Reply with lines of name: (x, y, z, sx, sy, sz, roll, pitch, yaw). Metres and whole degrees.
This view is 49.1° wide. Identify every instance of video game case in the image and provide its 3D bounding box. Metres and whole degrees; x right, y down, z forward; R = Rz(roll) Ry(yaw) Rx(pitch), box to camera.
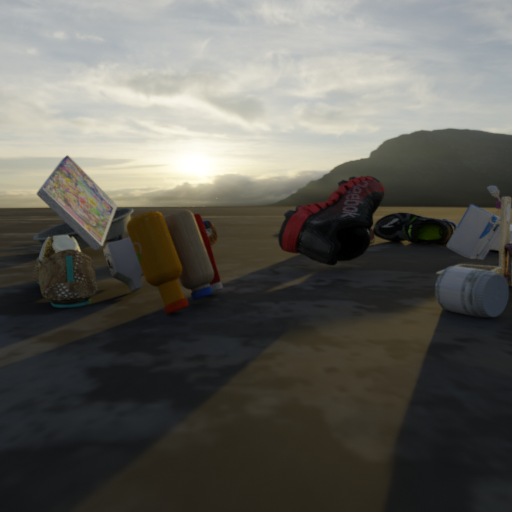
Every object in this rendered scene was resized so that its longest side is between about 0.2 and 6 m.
video game case: (-2.916, -0.926, 9.319, 0.158, 1.258, 1.757, -36, 24, 12)

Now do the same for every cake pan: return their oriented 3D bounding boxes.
cake pan: (-3.411, -0.506, 11.267, 2.009, 0.368, 2.009, -13, 15, 4)

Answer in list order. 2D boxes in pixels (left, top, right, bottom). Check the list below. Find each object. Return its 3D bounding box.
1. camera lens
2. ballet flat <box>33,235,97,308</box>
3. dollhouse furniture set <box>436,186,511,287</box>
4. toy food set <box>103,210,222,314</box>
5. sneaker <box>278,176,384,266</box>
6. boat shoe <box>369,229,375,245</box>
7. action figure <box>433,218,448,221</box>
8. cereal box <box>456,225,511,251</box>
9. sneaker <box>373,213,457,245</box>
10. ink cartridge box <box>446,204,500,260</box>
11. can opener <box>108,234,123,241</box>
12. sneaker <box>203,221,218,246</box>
camera lens: (2.061, 0.345, 5.406, 0.452, 0.452, 0.566, -4, 7, -33)
ballet flat: (-2.238, 0.094, 6.610, 0.740, 0.685, 2.098, -3, 7, -26)
dollhouse furniture set: (2.930, -0.187, 6.498, 1.411, 1.263, 1.780, 4, 8, 34)
toy food set: (-1.027, 0.171, 6.387, 1.046, 0.985, 2.190, -18, -4, -25)
sneaker: (1.492, -0.544, 8.992, 1.192, 0.862, 2.440, 32, 43, 29)
boat shoe: (2.038, -0.526, 12.345, 0.677, 0.635, 1.880, 6, 9, 43)
action figure: (4.757, -0.732, 14.692, 0.647, 0.555, 1.088, 9, -2, -36)
cereal box: (5.510, -0.325, 11.167, 1.791, 0.492, 2.490, -2, 7, -21)
sneaker: (3.639, -0.644, 13.011, 2.029, 0.720, 0.841, 9, 4, 39)
ink cartridge box: (3.433, -0.352, 8.712, 0.432, 0.737, 1.007, 34, 17, 31)
can opener: (-4.014, -0.641, 14.115, 1.413, 0.473, 0.377, 3, 7, 23)
sneaker: (-1.395, -0.221, 10.575, 0.748, 0.639, 1.697, -20, -2, 26)
